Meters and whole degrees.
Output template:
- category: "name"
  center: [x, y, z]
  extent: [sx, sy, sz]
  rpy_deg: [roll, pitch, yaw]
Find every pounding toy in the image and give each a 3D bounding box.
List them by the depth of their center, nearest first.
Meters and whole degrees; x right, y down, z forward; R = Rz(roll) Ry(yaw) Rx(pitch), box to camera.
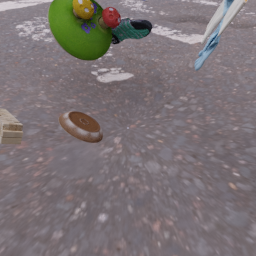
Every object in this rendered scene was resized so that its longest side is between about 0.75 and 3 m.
- category: "pounding toy"
  center: [-1.247, -3.554, 8.316]
  extent: [1.312, 2.827, 2.182]
  rpy_deg: [-17, 12, 48]

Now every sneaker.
- category: "sneaker"
  center: [0.051, -3.472, 9.404]
  extent: [2.026, 0.754, 0.887]
  rpy_deg: [5, 63, 44]

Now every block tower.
- category: "block tower"
  center: [-2.028, -0.065, 4.536]
  extent: [0.326, 0.304, 1.127]
  rpy_deg: [6, 14, -42]

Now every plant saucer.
- category: "plant saucer"
  center: [-0.827, -0.064, 5.145]
  extent: [0.885, 0.162, 0.885]
  rpy_deg: [27, 22, -12]

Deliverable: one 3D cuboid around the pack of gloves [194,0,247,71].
- category: "pack of gloves"
  center: [2.230, -2.368, 6.091]
  extent: [0.458, 2.320, 1.949]
  rpy_deg: [24, 64, -2]
